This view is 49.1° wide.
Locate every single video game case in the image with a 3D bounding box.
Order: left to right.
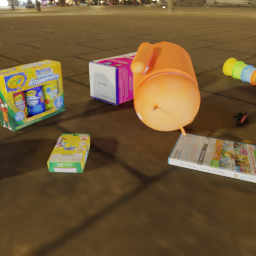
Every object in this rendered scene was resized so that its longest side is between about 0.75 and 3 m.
[{"bbox_3d":[1.935,0.588,6.133,1.836,0.163,1.314,10,27,20],"label":"video game case"}]

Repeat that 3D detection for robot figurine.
[{"bbox_3d":[0.933,-1.109,7.302,1.669,2.059,2.862,-2,45,2],"label":"robot figurine"}]

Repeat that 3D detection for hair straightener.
[{"bbox_3d":[3.212,-0.365,8.035,0.349,0.186,0.908,17,31,30],"label":"hair straightener"}]

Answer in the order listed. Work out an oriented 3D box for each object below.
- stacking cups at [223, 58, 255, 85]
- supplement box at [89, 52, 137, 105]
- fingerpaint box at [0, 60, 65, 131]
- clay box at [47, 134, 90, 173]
[{"bbox_3d":[4.848,-2.127,10.945,0.753,0.753,2.488,-11,28,-22],"label":"stacking cups"},{"bbox_3d":[0.011,-1.808,9.759,1.255,1.282,2.480,21,31,38],"label":"supplement box"},{"bbox_3d":[-2.663,-0.963,7.762,0.660,1.502,1.800,18,31,32],"label":"fingerpaint box"},{"bbox_3d":[-1.240,0.509,6.138,0.701,0.290,1.220,1,26,2],"label":"clay box"}]
